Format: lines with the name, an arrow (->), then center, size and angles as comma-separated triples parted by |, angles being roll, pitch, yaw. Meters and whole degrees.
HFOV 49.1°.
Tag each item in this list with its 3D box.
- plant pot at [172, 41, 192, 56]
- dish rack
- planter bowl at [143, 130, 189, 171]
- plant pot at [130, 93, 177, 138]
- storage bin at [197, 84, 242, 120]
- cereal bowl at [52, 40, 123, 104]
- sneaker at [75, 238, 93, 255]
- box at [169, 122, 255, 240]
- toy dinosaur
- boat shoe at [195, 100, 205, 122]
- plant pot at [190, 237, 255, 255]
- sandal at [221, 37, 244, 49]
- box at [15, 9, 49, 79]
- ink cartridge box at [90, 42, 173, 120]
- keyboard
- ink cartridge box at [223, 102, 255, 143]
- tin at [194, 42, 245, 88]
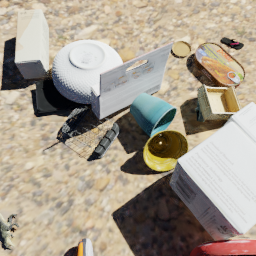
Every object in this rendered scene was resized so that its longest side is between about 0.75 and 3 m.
plant pot -> 2.220, -3.258, 11.561 | 0.798, 0.110, 0.798 | 0, 67, 1
dish rack -> -1.343, 0.059, 9.949 | 1.820, 0.496, 1.396 | 29, 68, 14
planter bowl -> 1.185, 0.627, 9.396 | 1.562, 1.562, 0.651 | -14, 28, -6
plant pot -> 0.792, -0.530, 9.763 | 1.347, 1.347, 1.265 | -43, 68, -16
storage bin -> 3.278, -0.950, 10.109 | 1.281, 0.600, 1.272 | 0, 66, -19
cereal bowl -> -1.455, -2.297, 10.365 | 2.748, 1.145, 2.748 | 3, 58, -5
sneaker -> -1.819, 4.508, 7.675 | 1.594, 1.103, 2.845 | 4, 67, 1
box -> 2.795, 1.641, 8.130 | 2.060, 2.392, 2.404 | -34, 67, -14
toy dinosaur -> -3.742, 3.024, 8.754 | 0.619, 0.334, 1.406 | -29, 66, -5
boat shoe -> 2.626, -0.661, 10.320 | 0.285, 0.336, 0.923 | -2, 72, -5
plant pot -> 2.831, 4.237, 6.999 | 2.743, 2.743, 2.497 | 0, 57, 0
sandal -> 4.353, -3.560, 11.628 | 0.963, 0.217, 0.362 | 25, 69, 10
box -> -3.720, -3.290, 11.005 | 0.968, 1.182, 2.489 | -6, 66, -2
ink cartridge box -> 0.067, -1.680, 9.409 | 2.751, 2.424, 0.615 | -28, 65, -21
keyboard -> -2.024, -1.549, 10.702 | 2.960, 0.380, 1.777 | -8, 73, -4
ink cartridge box -> 4.194, 0.527, 9.098 | 0.979, 1.625, 2.237 | -33, 71, -13
tin -> 3.582, -2.453, 11.048 | 1.255, 0.469, 2.242 | -35, 71, -9
